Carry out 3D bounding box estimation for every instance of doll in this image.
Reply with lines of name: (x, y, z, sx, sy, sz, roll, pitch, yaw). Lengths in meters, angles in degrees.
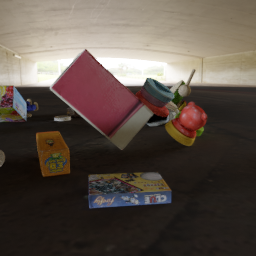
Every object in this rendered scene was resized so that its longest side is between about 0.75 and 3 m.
doll: (-5.314, -0.852, 13.705, 1.454, 0.517, 2.132, 26, 27, 12)

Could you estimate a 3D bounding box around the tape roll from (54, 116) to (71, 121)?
tape roll: (-3.126, -0.462, 13.389, 0.786, 0.144, 0.786, 0, 12, 0)

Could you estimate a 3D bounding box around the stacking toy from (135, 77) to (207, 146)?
stacking toy: (1.706, -0.758, 9.380, 2.611, 1.103, 2.363, 46, 27, 22)

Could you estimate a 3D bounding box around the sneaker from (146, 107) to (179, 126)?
sneaker: (0.640, -0.701, 12.266, 2.928, 1.099, 1.691, 6, 15, 24)

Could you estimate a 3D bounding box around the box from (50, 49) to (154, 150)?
box: (-0.827, -0.856, 8.344, 2.665, 1.452, 1.704, 42, -2, -18)

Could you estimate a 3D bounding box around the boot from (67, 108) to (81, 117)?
boot: (-2.470, -1.002, 15.024, 2.165, 0.695, 2.018, -13, 14, -33)

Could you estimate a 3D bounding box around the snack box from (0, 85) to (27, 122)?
snack box: (-5.943, -0.913, 11.497, 2.974, 1.006, 2.508, -1, -11, -8)

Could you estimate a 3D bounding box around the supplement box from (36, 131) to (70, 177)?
supplement box: (-1.876, 0.568, 6.873, 0.640, 0.662, 1.923, -4, 10, -19)

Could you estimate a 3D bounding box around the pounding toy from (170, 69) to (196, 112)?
pounding toy: (3.053, -1.720, 16.298, 2.903, 1.347, 2.240, -40, 10, 50)

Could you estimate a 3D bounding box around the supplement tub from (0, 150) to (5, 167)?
supplement tub: (-3.344, 0.675, 6.686, 0.789, 0.484, 0.484, 8, 14, 37)

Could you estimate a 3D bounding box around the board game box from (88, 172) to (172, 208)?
board game box: (-0.016, 1.102, 5.125, 1.405, 0.243, 0.952, -1, 11, -8)
